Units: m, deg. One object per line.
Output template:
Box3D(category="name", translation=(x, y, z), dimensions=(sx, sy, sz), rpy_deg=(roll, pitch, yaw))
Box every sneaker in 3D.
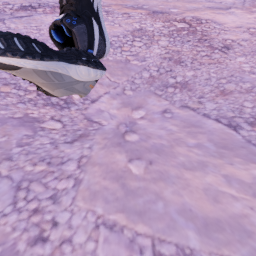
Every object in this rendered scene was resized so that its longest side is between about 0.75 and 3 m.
Box3D(category="sneaker", translation=(-1.303, -2.821, 6.431), dimensions=(0.997, 2.728, 1.526), rpy_deg=(-10, 17, 30))
Box3D(category="sneaker", translation=(-1.624, -1.067, 5.375), dimensions=(2.659, 1.054, 0.983), rpy_deg=(4, 38, -45))
